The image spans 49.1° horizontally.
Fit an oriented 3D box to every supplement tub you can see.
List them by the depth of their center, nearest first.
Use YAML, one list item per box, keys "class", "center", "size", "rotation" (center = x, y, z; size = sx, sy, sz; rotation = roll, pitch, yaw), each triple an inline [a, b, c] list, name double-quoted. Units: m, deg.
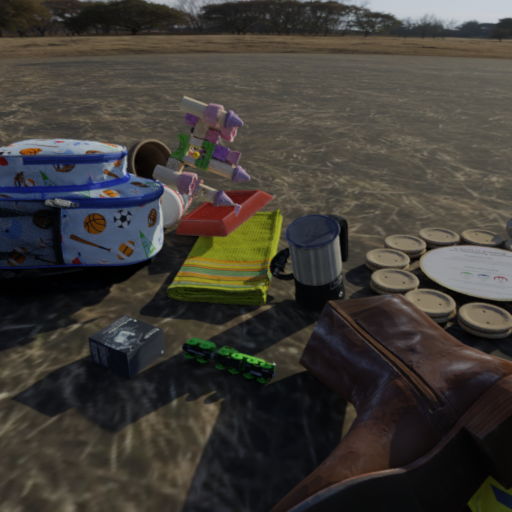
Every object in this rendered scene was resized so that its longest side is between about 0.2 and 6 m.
- class: "supplement tub"
  center: [-1.935, -1.248, 12.259]
  size: [0.930, 0.930, 1.325]
  rotation: [4, 26, 8]

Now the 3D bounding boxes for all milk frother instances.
- class: "milk frother"
  center: [0.727, -0.030, 8.941]
  size: [1.419, 1.335, 1.281]
  rotation: [5, 41, 20]

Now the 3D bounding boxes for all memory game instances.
- class: "memory game"
  center: [3.879, 0.342, 9.688]
  size: [4.005, 0.255, 4.005]
  rotation: [-1, 25, 0]

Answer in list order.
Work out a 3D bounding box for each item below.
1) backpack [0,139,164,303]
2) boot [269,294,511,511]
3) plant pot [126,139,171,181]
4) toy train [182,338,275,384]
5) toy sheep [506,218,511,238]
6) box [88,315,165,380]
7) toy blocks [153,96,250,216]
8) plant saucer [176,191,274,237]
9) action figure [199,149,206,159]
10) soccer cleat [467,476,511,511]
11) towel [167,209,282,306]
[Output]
- class: "backpack"
  center: [-3.142, -0.837, 9.901]
  size: [3.059, 2.474, 3.212]
  rotation: [6, 21, -12]
- class: "boot"
  center: [0.921, 1.621, 6.102]
  size: [3.241, 1.117, 3.477]
  rotation: [-24, 19, -9]
- class: "plant pot"
  center: [-2.914, -2.147, 14.023]
  size: [1.195, 1.370, 1.370]
  rotation: [-3, 18, 40]
- class: "toy train"
  center: [-0.350, 1.369, 7.450]
  size: [1.342, 0.280, 0.378]
  rotation: [14, 9, 18]
- class: "toy sheep"
  center: [5.340, -0.558, 11.191]
  size: [0.930, 0.641, 0.641]
  rotation: [3, 21, -30]
- class: "box"
  center: [-1.748, 1.221, 7.615]
  size: [0.728, 0.427, 0.716]
  rotation: [16, 30, 27]
- class: "toy blocks"
  center: [-0.748, -1.714, 10.084]
  size: [1.499, 1.664, 1.781]
  rotation: [20, -3, 2]
- class: "plant saucer"
  center: [-0.700, -0.932, 11.528]
  size: [1.588, 0.291, 1.585]
  rotation: [4, 35, 45]
- class: "action figure"
  center: [-1.407, -3.215, 16.881]
  size: [0.579, 0.643, 0.864]
  rotation: [2, 11, -9]
- class: "soccer cleat"
  center: [2.471, 2.314, 4.955]
  size: [1.419, 1.097, 3.392]
  rotation: [-22, 19, 29]
- class: "towel"
  center: [-0.432, -0.153, 10.644]
  size: [1.629, 0.342, 3.785]
  rotation: [4, 25, 6]
